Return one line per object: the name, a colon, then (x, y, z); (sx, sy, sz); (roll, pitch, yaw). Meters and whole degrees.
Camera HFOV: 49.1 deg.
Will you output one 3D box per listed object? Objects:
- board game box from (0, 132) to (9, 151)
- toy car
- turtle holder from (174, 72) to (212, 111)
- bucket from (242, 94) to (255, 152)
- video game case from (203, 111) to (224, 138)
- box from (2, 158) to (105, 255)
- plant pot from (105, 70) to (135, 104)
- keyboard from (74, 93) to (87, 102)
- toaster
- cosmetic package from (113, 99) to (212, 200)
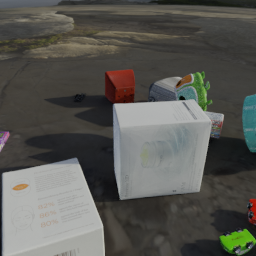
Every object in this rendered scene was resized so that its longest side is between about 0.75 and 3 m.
board game box: (-4.653, 0.525, 9.629); (0.759, 0.204, 1.264); (-5, 30, -1)
toy car: (2.767, 2.411, 6.150); (1.680, 0.398, 1.785); (-9, 31, -15)
turtle holder: (2.099, -1.066, 9.184); (1.048, 1.476, 1.121); (-13, 54, 8)
bucket: (4.590, -0.180, 8.803); (1.422, 2.186, 2.186); (-5, 22, 38)
video game case: (2.103, -0.163, 9.142); (1.833, 0.224, 2.563); (11, -9, 18)
box: (-1.674, 1.942, 6.088); (1.781, 1.244, 2.340); (-11, 32, -18)
plant pot: (-0.279, -1.735, 12.547); (1.295, 1.297, 1.143); (-8, 40, -14)
keyboard: (-2.283, -1.487, 13.095); (0.482, 0.184, 0.927); (5, 29, 8)
toaster: (2.059, -1.195, 11.408); (2.460, 1.398, 1.589); (-18, 38, -41)
cosmetic package: (0.778, 0.560, 7.478); (2.247, 2.240, 1.382); (-4, 30, -6)
